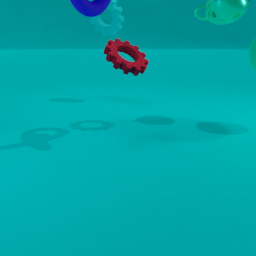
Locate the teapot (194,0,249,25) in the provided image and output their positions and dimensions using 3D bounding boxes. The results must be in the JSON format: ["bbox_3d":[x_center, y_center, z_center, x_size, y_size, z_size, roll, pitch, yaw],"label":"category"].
[{"bbox_3d":[2.564,-3.290,7.234,1.794,0.879,1.116,-23,39,8],"label":"teapot"}]

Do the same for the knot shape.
[{"bbox_3d":[-0.276,-3.097,5.362,1.756,0.867,1.876,-35,8,43],"label":"knot shape"}]

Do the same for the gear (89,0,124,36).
[{"bbox_3d":[-0.817,-4.081,10.208,1.371,1.371,0.253,9,41,26],"label":"gear"}]

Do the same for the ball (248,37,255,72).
[{"bbox_3d":[3.719,-1.891,7.045,1.268,1.268,1.268,0,17,0],"label":"ball"}]

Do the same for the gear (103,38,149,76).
[{"bbox_3d":[-0.040,-1.864,7.335,1.193,0.221,1.193,17,46,-18],"label":"gear"}]
